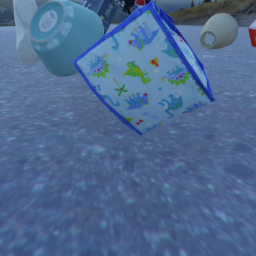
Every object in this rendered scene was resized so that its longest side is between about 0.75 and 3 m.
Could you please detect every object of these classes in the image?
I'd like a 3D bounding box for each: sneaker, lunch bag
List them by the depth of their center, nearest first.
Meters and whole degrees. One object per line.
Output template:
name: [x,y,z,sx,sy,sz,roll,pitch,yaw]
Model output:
lunch bag: [0.281,-0.956,4.724,1.597,1.878,1.197,-29,46,26]
sneaker: [-3.388,-3.345,9.379,0.904,2.402,1.063,-13,45,-28]

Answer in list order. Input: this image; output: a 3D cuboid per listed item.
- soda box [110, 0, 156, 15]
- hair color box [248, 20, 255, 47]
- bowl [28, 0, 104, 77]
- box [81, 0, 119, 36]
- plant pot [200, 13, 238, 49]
soda box: [-0.064,-2.951,6.180,0.620,0.555,1.751,14,29,-34]
hair color box: [3.473,-1.921,5.526,0.927,0.559,1.826,-46,43,-7]
bowl: [-1.772,-2.480,7.298,2.050,2.050,1.072,15,-7,29]
box: [-1.468,-3.164,9.433,0.630,2.471,1.948,25,7,-36]
plant pot: [2.863,-3.062,9.201,1.146,1.146,1.224,16,37,31]
